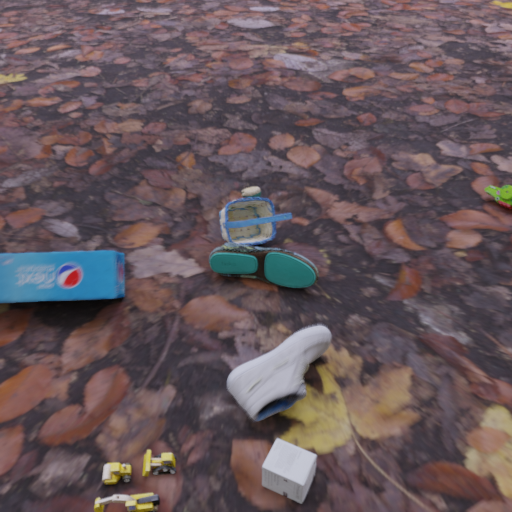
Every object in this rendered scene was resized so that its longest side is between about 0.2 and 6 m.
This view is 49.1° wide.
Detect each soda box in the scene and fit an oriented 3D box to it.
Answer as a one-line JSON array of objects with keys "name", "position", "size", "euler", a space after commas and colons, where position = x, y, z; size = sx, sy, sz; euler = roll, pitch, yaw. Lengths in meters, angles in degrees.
[{"name": "soda box", "position": [-3.814, 0.393, 10.314], "size": [2.619, 0.888, 0.840], "euler": [-2, -3, -2]}]

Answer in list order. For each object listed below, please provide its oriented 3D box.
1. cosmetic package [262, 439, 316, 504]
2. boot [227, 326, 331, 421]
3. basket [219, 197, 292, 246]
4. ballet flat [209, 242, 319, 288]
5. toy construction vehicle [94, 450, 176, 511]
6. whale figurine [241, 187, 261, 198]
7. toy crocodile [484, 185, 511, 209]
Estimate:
[{"name": "cosmetic package", "position": [0.457, 2.961, 7.721], "size": [0.615, 0.507, 0.507], "euler": [17, 43, 21]}, {"name": "boot", "position": [0.574, 1.899, 8.887], "size": [1.956, 0.719, 0.935], "euler": [-27, 43, -18]}, {"name": "basket", "position": [-0.115, -0.702, 11.457], "size": [1.249, 0.985, 1.416], "euler": [-9, 8, -28]}, {"name": "ballet flat", "position": [0.181, 0.111, 11.056], "size": [2.185, 0.811, 0.811], "euler": [12, 41, 8]}, {"name": "toy construction vehicle", "position": [-1.640, 3.085, 7.685], "size": [1.028, 0.362, 0.895], "euler": [-1, 40, -2]}, {"name": "whale figurine", "position": [-0.122, -1.468, 13.324], "size": [0.474, 0.309, 0.596], "euler": [-25, 22, -21]}, {"name": "toy crocodile", "position": [6.054, -1.192, 12.798], "size": [1.707, 0.527, 0.576], "euler": [28, 7, 31]}]
